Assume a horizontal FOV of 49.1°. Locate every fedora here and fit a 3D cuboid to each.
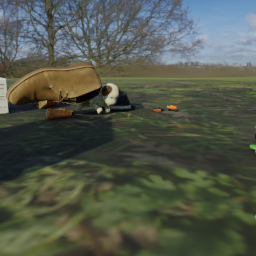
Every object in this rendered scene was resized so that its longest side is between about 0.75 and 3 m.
[{"bbox_3d":[-0.391,-1.030,10.463,1.422,0.649,1.422,-1,12,0],"label":"fedora"}]

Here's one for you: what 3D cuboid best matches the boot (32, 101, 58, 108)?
[{"bbox_3d":[-3.196,-1.229,11.261,1.120,0.783,2.088,0,10,-25],"label":"boot"}]

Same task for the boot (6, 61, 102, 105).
[{"bbox_3d":[-2.023,-1.105,8.065,2.748,1.037,1.012,-22,-22,-25],"label":"boot"}]

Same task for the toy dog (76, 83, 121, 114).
[{"bbox_3d":[-0.866,-1.109,9.376,1.367,1.326,0.954,3,-7,38],"label":"toy dog"}]

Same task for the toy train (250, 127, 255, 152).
[{"bbox_3d":[2.412,0.449,3.971,0.733,0.543,2.601,12,14,7],"label":"toy train"}]

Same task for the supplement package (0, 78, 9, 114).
[{"bbox_3d":[-5.252,-1.156,9.743,1.651,1.175,2.120,-7,13,-32],"label":"supplement package"}]

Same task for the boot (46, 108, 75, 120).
[{"bbox_3d":[-2.039,-0.425,8.457,0.702,0.334,0.908,6,16,3],"label":"boot"}]

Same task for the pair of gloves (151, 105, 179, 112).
[{"bbox_3d":[1.325,-0.689,10.169,0.948,0.117,0.844,-4,14,-6],"label":"pair of gloves"}]
